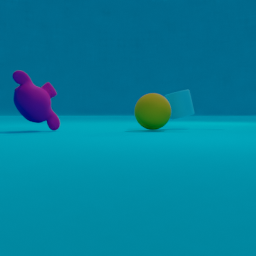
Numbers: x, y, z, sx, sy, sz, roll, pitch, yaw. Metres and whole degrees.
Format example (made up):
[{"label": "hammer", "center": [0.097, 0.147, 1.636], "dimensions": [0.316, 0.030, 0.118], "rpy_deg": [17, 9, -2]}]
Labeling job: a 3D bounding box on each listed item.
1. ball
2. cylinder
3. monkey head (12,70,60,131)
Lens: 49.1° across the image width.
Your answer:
[{"label": "ball", "center": [0.635, -0.420, 7.200], "dimensions": [0.942, 0.942, 0.942], "rpy_deg": [0, 3, 0]}, {"label": "cylinder", "center": [1.511, -0.684, 8.215], "dimensions": [0.733, 0.733, 0.733], "rpy_deg": [-13, 2, 0]}, {"label": "monkey head", "center": [-2.224, -0.731, 7.013], "dimensions": [1.193, 1.659, 1.000], "rpy_deg": [-42, 21, -27]}]
